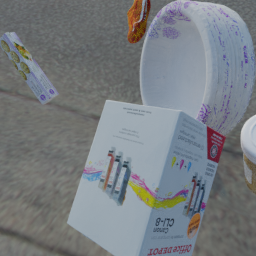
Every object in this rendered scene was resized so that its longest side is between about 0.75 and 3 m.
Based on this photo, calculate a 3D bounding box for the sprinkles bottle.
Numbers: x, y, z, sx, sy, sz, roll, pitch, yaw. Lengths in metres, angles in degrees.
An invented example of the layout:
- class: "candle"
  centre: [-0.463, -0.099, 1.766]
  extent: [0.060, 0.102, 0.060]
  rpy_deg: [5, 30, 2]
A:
- class: "sprinkles bottle"
  centre: [2.080, 0.497, 4.190]
  extent: [0.679, 1.990, 0.679]
  rpy_deg: [-10, 61, 19]

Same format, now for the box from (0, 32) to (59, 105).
- class: "box"
  centre: [-1.881, -1.127, 5.297]
  extent: [1.430, 0.296, 0.277]
  rpy_deg: [56, 29, -7]

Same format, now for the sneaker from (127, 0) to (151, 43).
- class: "sneaker"
  centre: [0.266, -3.595, 9.384]
  extent: [0.692, 0.655, 1.795]
  rpy_deg: [7, 70, 27]

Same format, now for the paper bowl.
- class: "paper bowl"
  centre: [1.429, -1.097, 5.836]
  extent: [1.456, 2.800, 2.800]
  rpy_deg: [-6, 51, -21]

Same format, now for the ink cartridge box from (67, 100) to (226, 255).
- class: "ink cartridge box"
  centre: [0.243, 0.634, 3.412]
  extent: [1.162, 1.167, 1.606]
  rpy_deg: [14, 85, 43]
